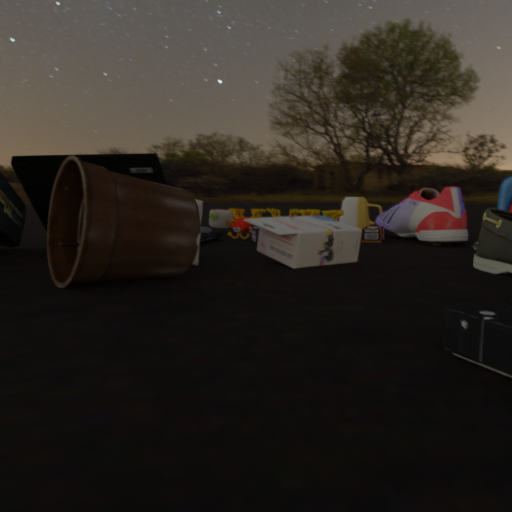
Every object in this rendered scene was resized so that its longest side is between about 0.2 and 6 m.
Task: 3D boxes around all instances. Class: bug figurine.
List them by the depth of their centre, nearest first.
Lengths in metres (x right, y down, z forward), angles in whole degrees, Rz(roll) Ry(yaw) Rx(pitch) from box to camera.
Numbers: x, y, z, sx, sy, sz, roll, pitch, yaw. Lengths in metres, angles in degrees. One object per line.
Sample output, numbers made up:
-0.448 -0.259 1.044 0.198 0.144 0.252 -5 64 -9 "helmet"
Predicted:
0.724 -0.679 12.037 2.521 0.649 1.955 4 7 36 "bug figurine"

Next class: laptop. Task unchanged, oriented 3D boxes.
-2.438 -1.008 10.601 2.784 1.622 3.141 2 7 16 "laptop"

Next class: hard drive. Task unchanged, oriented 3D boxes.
2.055 0.542 2.973 1.223 0.331 1.750 -3 7 -22 "hard drive"

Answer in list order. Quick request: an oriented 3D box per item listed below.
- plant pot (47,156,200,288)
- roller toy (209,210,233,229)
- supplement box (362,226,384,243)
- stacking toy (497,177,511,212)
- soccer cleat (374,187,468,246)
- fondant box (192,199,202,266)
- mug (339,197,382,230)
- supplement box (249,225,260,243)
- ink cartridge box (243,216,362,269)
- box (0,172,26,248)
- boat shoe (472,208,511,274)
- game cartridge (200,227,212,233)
-1.484 -0.328 6.387 1.407 1.422 1.422 4 3 -34 "plant pot"
-0.850 -0.888 13.731 0.641 0.448 0.585 2 10 -9 "roller toy"
2.403 -0.445 11.503 0.379 0.294 0.686 2 7 18 "supplement box"
4.964 -0.448 8.547 1.404 1.327 2.418 -10 19 -13 "stacking toy"
3.364 -0.870 11.604 1.033 1.108 3.028 -1 7 -11 "soccer cleat"
-1.422 -0.352 7.877 1.272 0.918 0.370 2 -4 19 "fondant box"
2.713 -1.129 14.898 1.056 0.867 0.846 -1 6 -13 "mug"
0.401 -0.465 11.527 1.002 0.305 0.546 -3 12 -16 "supplement box"
0.635 -0.214 7.987 1.538 0.522 0.886 -4 19 -36 "ink cartridge box"
-5.600 -0.978 8.521 3.525 0.899 2.780 8 -11 -12 "box"
3.487 -0.104 6.367 0.971 0.812 2.716 -2 7 -16 "boat shoe"
-1.528 -0.641 13.701 0.774 0.158 0.515 6 9 42 "game cartridge"
